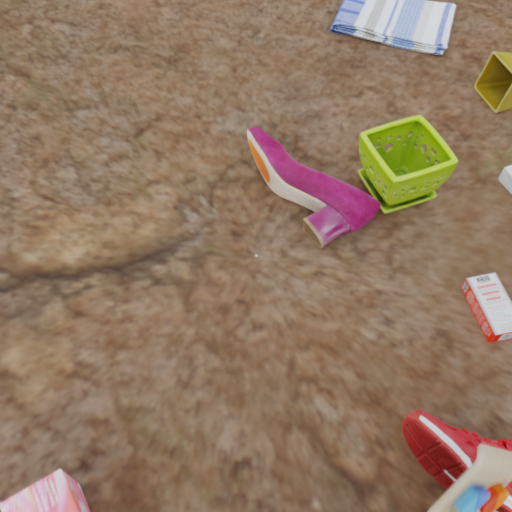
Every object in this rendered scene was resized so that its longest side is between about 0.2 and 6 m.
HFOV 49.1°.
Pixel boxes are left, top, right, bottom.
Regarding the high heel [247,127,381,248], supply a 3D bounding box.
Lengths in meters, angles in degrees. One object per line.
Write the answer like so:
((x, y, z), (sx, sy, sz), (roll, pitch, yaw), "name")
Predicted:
((0.958, -1.494, 10.050), (1.312, 0.921, 2.735), (-31, 65, -9), "high heel")

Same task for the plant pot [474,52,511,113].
((5.323, -3.641, 11.663), (0.926, 0.906, 0.900), (-10, 56, -18), "plant pot")

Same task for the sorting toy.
((2.318, 2.744, 5.966), (1.496, 2.024, 0.298), (-55, 47, 6), "sorting toy")

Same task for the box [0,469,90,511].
((-2.283, 3.585, 6.683), (0.807, 0.875, 1.705), (-27, 60, -17), "box")

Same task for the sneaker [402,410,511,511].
((3.035, 2.633, 7.512), (2.091, 0.819, 1.208), (44, 57, 12), "sneaker")

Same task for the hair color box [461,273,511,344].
((3.755, 0.817, 8.907), (0.534, 0.322, 1.052), (-10, 57, -6), "hair color box")

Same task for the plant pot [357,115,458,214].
((2.594, -1.548, 10.013), (1.291, 1.172, 1.285), (-17, 58, -12), "plant pot")

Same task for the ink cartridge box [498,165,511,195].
((5.171, -1.485, 10.463), (1.031, 0.350, 0.594), (-19, 58, -12), "ink cartridge box")

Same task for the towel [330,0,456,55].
((3.315, -5.694, 13.367), (2.739, 0.326, 2.012), (17, 57, 11), "towel")
